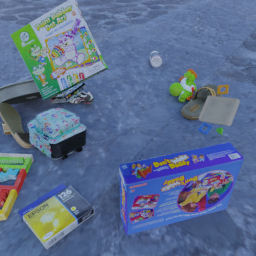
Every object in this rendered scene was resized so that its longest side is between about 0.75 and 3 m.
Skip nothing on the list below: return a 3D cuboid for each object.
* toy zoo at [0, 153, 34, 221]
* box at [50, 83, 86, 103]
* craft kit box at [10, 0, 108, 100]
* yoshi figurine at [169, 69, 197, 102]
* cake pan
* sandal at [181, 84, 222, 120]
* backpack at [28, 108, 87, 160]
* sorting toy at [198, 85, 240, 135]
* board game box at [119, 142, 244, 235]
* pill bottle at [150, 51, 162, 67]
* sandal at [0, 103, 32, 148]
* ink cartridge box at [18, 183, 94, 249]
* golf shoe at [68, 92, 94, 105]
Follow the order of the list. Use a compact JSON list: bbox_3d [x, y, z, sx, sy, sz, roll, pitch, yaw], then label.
[{"bbox_3d":[-4.133,1.780,8.283,1.827,0.285,2.785,2,38,2],"label":"toy zoo"},{"bbox_3d":[-2.629,-1.556,12.381,0.961,0.280,1.404,-2,32,34],"label":"box"},{"bbox_3d":[-1.817,-2.040,7.487,1.972,1.947,0.478,-25,4,12],"label":"craft kit box"},{"bbox_3d":[2.432,-1.952,12.625,1.099,1.103,1.963,-1,37,25],"label":"yoshi figurine"},{"bbox_3d":[-3.971,-1.449,11.265,2.685,0.492,2.685,-15,3,1],"label":"cake pan"},{"bbox_3d":[3.184,-1.277,11.878,1.111,0.747,2.765,26,44,29],"label":"sandal"},{"bbox_3d":[-2.528,0.105,9.670,1.817,1.368,1.613,20,34,35],"label":"backpack"},{"bbox_3d":[2.842,-0.529,8.701,1.018,0.246,1.807,15,72,38],"label":"sorting toy"},{"bbox_3d":[1.277,1.565,7.172,2.945,1.980,0.659,-10,39,-13],"label":"board game box"},{"bbox_3d":[1.504,-3.795,15.277,0.604,0.604,1.010,-1,38,-1],"label":"pill bottle"},{"bbox_3d":[-4.274,0.050,10.245,2.221,0.731,0.815,49,21,24],"label":"sandal"},{"bbox_3d":[-1.990,2.240,7.651,1.534,0.365,1.553,-31,49,-34],"label":"ink cartridge box"},{"bbox_3d":[-2.061,-1.325,12.061,1.243,0.548,0.480,1,38,20],"label":"golf shoe"}]
